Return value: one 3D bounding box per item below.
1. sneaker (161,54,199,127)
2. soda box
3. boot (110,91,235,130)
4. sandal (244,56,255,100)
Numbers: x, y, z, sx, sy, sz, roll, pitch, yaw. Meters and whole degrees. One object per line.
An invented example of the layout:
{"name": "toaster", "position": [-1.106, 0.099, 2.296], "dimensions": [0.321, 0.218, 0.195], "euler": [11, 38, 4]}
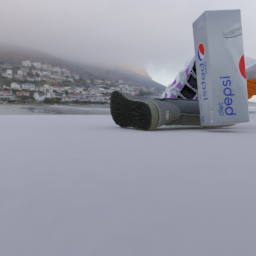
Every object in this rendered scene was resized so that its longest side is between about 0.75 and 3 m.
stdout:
{"name": "sneaker", "position": [2.045, -1.465, 8.487], "dimensions": [1.137, 2.924, 2.046], "euler": [29, -12, -5]}
{"name": "soda box", "position": [2.143, -1.348, 6.524], "dimensions": [0.874, 2.559, 0.812], "euler": [-4, 0, -8]}
{"name": "boot", "position": [1.259, -0.541, 8.150], "dimensions": [2.978, 1.081, 2.707], "euler": [-10, 22, -29]}
{"name": "sandal", "position": [3.709, -1.671, 7.924], "dimensions": [2.722, 0.780, 1.043], "euler": [-33, -58, 31]}
